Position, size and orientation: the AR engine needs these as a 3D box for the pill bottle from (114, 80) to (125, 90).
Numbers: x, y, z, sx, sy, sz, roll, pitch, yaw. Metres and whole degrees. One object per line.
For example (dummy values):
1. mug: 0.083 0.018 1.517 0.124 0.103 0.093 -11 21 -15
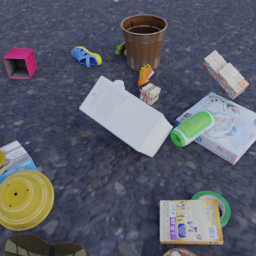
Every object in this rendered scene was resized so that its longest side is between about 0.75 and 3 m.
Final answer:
1. pill bottle: -0.401 -1.585 12.206 0.518 0.911 0.518 0 42 0

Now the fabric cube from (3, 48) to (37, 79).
1. fabric cube: -5.300 -3.200 13.883 1.097 1.118 1.114 2 40 3

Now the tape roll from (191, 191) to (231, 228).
1. tape roll: 2.386 2.395 8.214 1.152 0.277 1.152 0 42 0

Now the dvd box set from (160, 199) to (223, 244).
1. dvd box set: 1.700 2.570 7.729 1.634 0.240 1.195 -5 49 10

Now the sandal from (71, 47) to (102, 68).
1. sandal: -2.338 -3.719 14.779 1.894 0.753 0.825 26 52 28

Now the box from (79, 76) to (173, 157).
1. box: -0.001 -0.330 9.499 2.527 1.924 1.344 35 91 22

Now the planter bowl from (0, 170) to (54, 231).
1. planter bowl: -3.067 1.934 7.926 1.771 0.738 1.771 0 64 0

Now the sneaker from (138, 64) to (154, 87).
1. sneaker: 0.730 -2.488 13.327 0.593 0.627 1.626 -25 24 33

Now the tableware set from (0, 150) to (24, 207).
1. tableware set: -4.027 1.555 8.669 2.083 0.320 1.403 36 71 13

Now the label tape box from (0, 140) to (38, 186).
1. label tape box: -3.811 1.311 9.220 1.273 0.559 1.765 -30 49 -29

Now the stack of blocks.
1. stack of blocks: 3.873 -2.154 11.215 0.564 1.109 1.926 -37 76 5

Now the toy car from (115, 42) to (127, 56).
1. toy car: -0.033 -4.142 15.425 0.837 0.804 1.019 -31 79 -25

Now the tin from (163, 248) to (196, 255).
1. tin: 1.414 3.812 6.568 1.077 0.403 1.923 -8 42 -15

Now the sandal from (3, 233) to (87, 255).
1. sandal: -2.109 3.228 7.141 2.071 0.565 0.846 9 47 -12

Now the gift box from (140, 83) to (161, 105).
1. gift box: 0.901 -1.472 12.272 0.758 0.700 0.708 27 45 23

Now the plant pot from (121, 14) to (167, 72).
1. plant pot: 0.770 -4.191 14.103 2.230 2.208 2.230 0 45 0

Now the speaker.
1. speaker: 2.294 -0.011 9.810 1.636 0.724 0.724 -32 50 -19

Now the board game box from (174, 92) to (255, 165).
1. board game box: 3.611 -0.132 10.807 2.588 0.564 2.601 33 51 31
